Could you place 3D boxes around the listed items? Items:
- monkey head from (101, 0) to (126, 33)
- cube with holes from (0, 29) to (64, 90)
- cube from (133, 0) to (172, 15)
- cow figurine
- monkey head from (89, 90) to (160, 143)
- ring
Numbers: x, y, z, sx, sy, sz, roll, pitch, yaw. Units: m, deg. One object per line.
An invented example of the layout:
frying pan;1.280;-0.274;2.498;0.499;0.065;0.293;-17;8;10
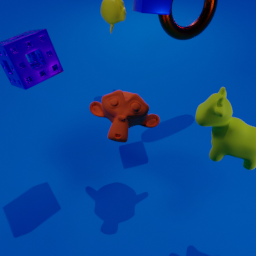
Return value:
monkey head;-0.446;-3.554;8.563;0.741;1.230;0.885;-15;9;6
cube with holes;-2.007;-1.392;5.612;0.872;0.872;0.872;-34;32;-27
cube;0.569;-3.058;6.526;0.704;0.704;0.704;-3;27;-16
cow figurine;1.791;0.014;4.782;1.333;1.312;0.732;15;42;11
monkey head;-0.109;-0.224;6.124;1.660;1.000;1.194;12;78;1
ring;1.604;-3.260;7.418;1.834;1.834;0.367;-20;37;-17
